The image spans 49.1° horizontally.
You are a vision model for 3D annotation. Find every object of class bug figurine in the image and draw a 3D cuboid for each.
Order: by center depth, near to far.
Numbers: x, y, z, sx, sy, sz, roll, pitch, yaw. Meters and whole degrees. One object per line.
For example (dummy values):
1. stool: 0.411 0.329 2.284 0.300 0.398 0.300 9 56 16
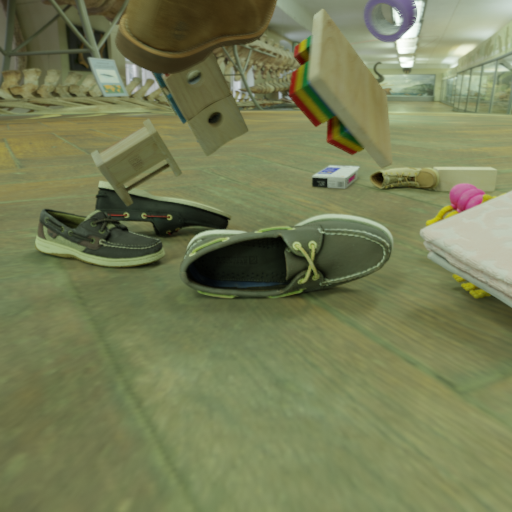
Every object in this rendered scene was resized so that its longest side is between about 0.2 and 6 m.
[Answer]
1. bug figurine: 4.280 -0.385 8.159 3.626 0.933 2.812 -7 31 -19

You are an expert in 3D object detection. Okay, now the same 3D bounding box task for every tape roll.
1. tape roll: 2.261 -4.067 9.447 0.824 0.824 0.350 17 55 42

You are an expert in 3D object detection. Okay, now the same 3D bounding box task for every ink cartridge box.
1. ink cartridge box: 2.187 -2.156 15.137 0.901 0.353 1.903 6 21 20

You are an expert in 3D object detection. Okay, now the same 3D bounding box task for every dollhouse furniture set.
1. dollhouse furniture set: -1.492 -2.085 7.897 2.048 1.435 1.443 -32 49 -3

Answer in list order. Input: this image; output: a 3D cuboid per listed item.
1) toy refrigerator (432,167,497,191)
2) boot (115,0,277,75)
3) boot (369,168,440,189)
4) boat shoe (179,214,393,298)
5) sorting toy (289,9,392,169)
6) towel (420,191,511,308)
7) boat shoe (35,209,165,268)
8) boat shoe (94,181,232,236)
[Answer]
1. toy refrigerator: 5.221 -1.940 14.114 1.453 0.552 0.508 0 18 1
2. boot: -0.364 -3.007 6.147 1.068 1.095 2.902 34 45 2
3. boot: 3.727 -1.944 14.122 1.167 0.546 1.501 -9 19 -27
4. boat shoe: 0.391 0.070 7.235 2.785 0.995 0.833 -4 17 7
5. sorting toy: 1.284 -2.457 8.633 0.662 1.891 1.903 -26 39 33
6. towel: 4.220 -0.029 6.183 3.345 0.565 3.503 -22 32 -17
7. boat shoe: -2.509 -0.329 8.756 2.283 0.750 0.816 7 19 21
8. boat shoe: -1.669 -0.736 10.120 2.437 0.764 0.892 10 -1 -14
